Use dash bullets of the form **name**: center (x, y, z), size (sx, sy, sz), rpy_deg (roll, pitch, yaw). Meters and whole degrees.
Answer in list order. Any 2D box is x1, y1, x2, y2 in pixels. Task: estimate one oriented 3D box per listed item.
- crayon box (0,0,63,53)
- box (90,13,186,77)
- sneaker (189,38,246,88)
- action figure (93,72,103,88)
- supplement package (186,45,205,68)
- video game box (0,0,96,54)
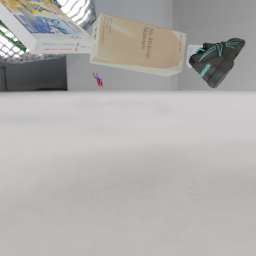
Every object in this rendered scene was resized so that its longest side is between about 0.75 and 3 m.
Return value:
- **crayon box**: center (-2.785, -3.204, 7.705), size (0.514, 1.993, 1.253), rpy_deg (-20, -50, 43)
- **box**: center (0.297, -2.445, 8.554), size (2.715, 1.289, 1.055), rpy_deg (5, 0, -19)
- **sneaker**: center (2.315, -1.921, 7.199), size (0.960, 0.913, 2.423), rpy_deg (35, 42, 8)
- **action figure**: center (-1.186, -1.931, 11.392), size (0.269, 0.822, 0.212), rpy_deg (-1, -34, -44)
- **supplement package**: center (2.715, -2.462, 9.750), size (1.207, 0.686, 0.661), rpy_deg (9, 3, 21)
- **video game box**: center (-1.959, -2.424, 6.677), size (1.849, 0.433, 1.685), rpy_deg (45, 35, 22)
